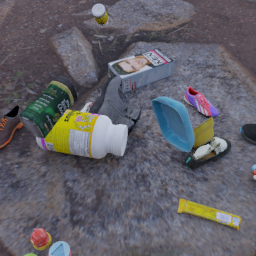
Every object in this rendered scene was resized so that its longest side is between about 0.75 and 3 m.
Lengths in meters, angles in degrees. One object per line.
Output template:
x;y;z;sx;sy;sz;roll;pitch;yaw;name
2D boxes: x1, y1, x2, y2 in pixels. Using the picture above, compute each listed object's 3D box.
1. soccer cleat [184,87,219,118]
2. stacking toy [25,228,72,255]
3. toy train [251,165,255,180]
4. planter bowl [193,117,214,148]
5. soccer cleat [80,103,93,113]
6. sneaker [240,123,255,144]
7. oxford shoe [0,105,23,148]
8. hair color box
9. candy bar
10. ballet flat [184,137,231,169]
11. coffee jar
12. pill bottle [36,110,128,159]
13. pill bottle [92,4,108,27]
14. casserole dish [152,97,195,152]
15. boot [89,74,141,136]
3.054;-1.072;11.688;0.598;0.642;1.754;-28;52;-25;soccer cleat
-2.247;3.374;7.412;1.314;0.555;1.189;22;49;20;stacking toy
5.012;1.818;8.986;1.469;0.544;1.956;-26;48;-22;toy train
2.590;0.278;10.056;1.521;1.521;0.634;-30;79;-26;planter bowl
-1.770;-0.522;11.257;0.603;0.538;1.554;-18;29;29;soccer cleat
5.487;0.084;10.283;2.555;1.046;0.935;8;46;8;sneaker
-4.699;-0.031;10.575;0.765;0.779;2.149;13;47;12;oxford shoe
0.630;-2.764;13.194;2.805;0.850;1.389;-23;50;-20;hair color box
2.442;2.588;8.421;1.883;0.209;0.470;14;51;13;candy bar
2.923;0.787;9.815;2.122;0.726;0.722;-26;57;-23;ballet flat
-1.504;-0.431;5.493;0.521;0.637;1.222;21;59;21;coffee jar
-1.552;0.213;9.806;2.950;1.538;1.538;9;46;8;pill bottle
-1.066;-4.409;11.045;0.520;0.925;0.520;-1;81;9;pill bottle
1.228;-0.125;7.295;0.355;1.828;1.107;-39;41;-18;casserole dish
-0.298;-0.884;11.318;1.867;0.990;2.837;19;54;5;boot
